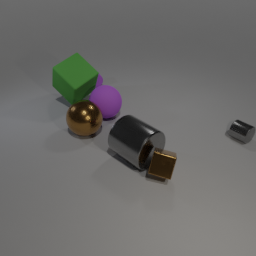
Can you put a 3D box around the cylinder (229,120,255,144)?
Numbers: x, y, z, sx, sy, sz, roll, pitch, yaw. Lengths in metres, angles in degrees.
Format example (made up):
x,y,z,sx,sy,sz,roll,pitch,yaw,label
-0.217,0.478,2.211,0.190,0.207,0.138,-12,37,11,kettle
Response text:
x,y,z,sx,sy,sz,roll,pitch,yaw,label
4.301,0.130,10.562,0.700,0.700,0.700,-23,39,-32,cylinder

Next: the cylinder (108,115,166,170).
x,y,z,sx,sy,sz,roll,pitch,yaw,label
0.289,0.455,9.337,1.400,1.400,1.400,-28,45,-36,cylinder

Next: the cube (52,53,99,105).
x,y,z,sx,sy,sz,roll,pitch,yaw,label
-2.339,-2.139,12.349,1.400,1.400,1.400,44,62,8,cube

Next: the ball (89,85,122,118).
x,y,z,sx,sy,sz,roll,pitch,yaw,label
-0.955,-1.111,11.865,1.400,1.400,1.400,0,33,0,ball

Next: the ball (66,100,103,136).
x,y,z,sx,sy,sz,roll,pitch,yaw,label
-1.665,-0.382,10.734,1.400,1.400,1.400,0,33,0,ball

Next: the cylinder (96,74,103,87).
x,y,z,sx,sy,sz,roll,pitch,yaw,label
-1.754,-2.612,14.856,0.700,0.700,0.700,-12,35,-18,cylinder

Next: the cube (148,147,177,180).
x,y,z,sx,sy,sz,roll,pitch,yaw,label
1.063,1.072,8.572,0.700,0.700,0.700,15,9,7,cube
